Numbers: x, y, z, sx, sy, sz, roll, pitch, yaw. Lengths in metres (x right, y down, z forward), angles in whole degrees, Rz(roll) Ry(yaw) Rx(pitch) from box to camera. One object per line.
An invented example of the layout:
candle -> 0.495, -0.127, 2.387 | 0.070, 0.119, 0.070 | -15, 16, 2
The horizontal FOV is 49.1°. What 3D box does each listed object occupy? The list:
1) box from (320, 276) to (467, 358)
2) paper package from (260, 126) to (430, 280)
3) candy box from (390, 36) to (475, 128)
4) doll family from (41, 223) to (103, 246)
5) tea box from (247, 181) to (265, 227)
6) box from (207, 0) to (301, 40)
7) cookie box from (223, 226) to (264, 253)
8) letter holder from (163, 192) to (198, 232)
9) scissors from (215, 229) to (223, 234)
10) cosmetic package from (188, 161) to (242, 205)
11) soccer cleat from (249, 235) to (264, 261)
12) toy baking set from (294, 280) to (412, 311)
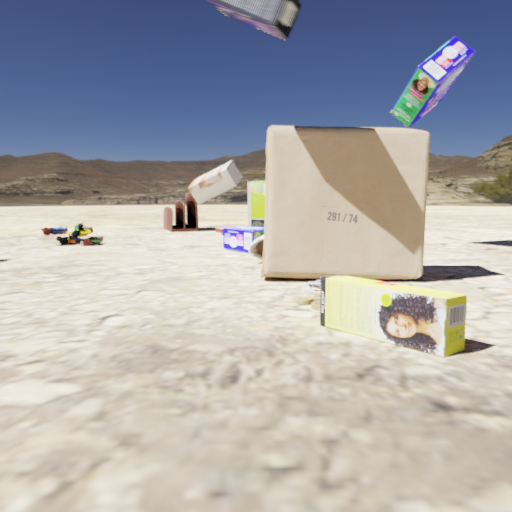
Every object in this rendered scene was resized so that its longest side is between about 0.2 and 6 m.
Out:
box -> 1.224, 0.519, 5.257 | 0.359, 0.539, 1.432 | -5, 8, -39
paper package -> 1.320, -0.823, 8.834 | 2.451, 2.336, 1.268 | 2, 7, 1
candy box -> 3.972, -3.904, 12.713 | 1.410, 0.642, 1.667 | -41, -12, -21
doll family -> -4.647, -0.521, 14.069 | 1.552, 0.609, 0.897 | -4, 10, 10
tea box -> 0.623, -1.416, 16.734 | 1.107, 1.656, 1.630 | -5, 9, -39
box -> -0.034, -3.333, 7.317 | 1.025, 0.535, 0.759 | 27, 13, 13
cookie box -> 0.139, -0.398, 12.938 | 1.415, 0.532, 1.210 | -5, 8, -36
letter holder -> -2.621, -1.532, 19.259 | 0.924, 1.306, 1.838 | -2, 7, -18
scissors -> -1.149, -0.763, 18.017 | 0.604, 0.115, 1.650 | 4, 9, 11
cosmetic package -> -0.941, -1.690, 12.895 | 1.113, 0.486, 0.575 | -22, 22, 25
soccer cleat -> 0.953, -0.147, 10.200 | 2.306, 0.799, 0.894 | -4, 9, 31
toy baking set -> 1.292, 0.450, 7.105 | 1.463, 0.222, 1.906 | 2, 7, 16
